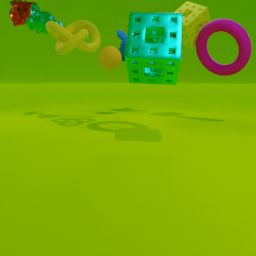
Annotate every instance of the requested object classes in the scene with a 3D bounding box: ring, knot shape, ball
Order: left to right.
[{"bbox_3d":[-1.451,-2.581,7.918,1.456,0.719,1.556,-15,41,-31],"label":"knot shape"},{"bbox_3d":[-0.667,-2.598,10.437,0.854,0.854,0.854,0,10,0],"label":"ball"},{"bbox_3d":[2.932,-2.472,8.724,1.796,1.796,0.359,10,38,45],"label":"ring"}]

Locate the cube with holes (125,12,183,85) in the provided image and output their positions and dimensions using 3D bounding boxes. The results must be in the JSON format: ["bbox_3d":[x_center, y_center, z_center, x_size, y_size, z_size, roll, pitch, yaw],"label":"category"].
[{"bbox_3d":[0.561,-1.666,6.008,1.075,1.075,1.075,4,-18,6],"label":"cube with holes"}]

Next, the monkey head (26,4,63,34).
[{"bbox_3d":[-2.688,-3.453,8.790,0.820,0.979,1.361,-5,-2,26],"label":"monkey head"}]

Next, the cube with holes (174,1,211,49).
[{"bbox_3d":[2.087,-3.468,9.419,0.941,0.941,0.941,-42,48,-5],"label":"cube with holes"}]

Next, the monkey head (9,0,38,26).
[{"bbox_3d":[-3.490,-3.864,9.414,0.941,0.788,1.308,1,34,-1],"label":"monkey head"}]

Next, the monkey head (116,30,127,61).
[{"bbox_3d":[0.321,-3.284,11.523,1.907,1.372,1.149,34,-35,-3],"label":"monkey head"}]
